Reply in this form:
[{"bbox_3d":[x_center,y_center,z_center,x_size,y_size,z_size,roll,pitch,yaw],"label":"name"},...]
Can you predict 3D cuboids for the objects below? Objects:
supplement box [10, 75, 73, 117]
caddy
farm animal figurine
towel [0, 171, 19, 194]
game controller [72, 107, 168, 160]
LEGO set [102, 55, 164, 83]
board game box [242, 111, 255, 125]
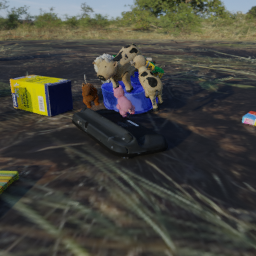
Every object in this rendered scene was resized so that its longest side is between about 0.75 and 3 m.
[{"bbox_3d":[-2.578,-1.007,8.360,1.669,0.914,0.909,13,24,31],"label":"supplement box"},{"bbox_3d":[0.053,-1.012,8.441,1.759,0.924,1.244,12,46,27],"label":"caddy"},{"bbox_3d":[-0.134,-1.449,7.306,2.369,1.235,2.343,1,43,21],"label":"farm animal figurine"},{"bbox_3d":[-2.314,1.087,3.962,0.739,0.155,1.718,-1,21,12],"label":"towel"},{"bbox_3d":[-0.272,0.044,6.375,1.347,0.544,2.582,4,16,-34],"label":"game controller"},{"bbox_3d":[0.145,-1.910,10.877,1.819,1.370,2.365,38,36,12],"label":"LEGO set"},{"bbox_3d":[3.520,-0.209,7.313,0.845,0.170,0.647,16,26,36],"label":"board game box"}]
